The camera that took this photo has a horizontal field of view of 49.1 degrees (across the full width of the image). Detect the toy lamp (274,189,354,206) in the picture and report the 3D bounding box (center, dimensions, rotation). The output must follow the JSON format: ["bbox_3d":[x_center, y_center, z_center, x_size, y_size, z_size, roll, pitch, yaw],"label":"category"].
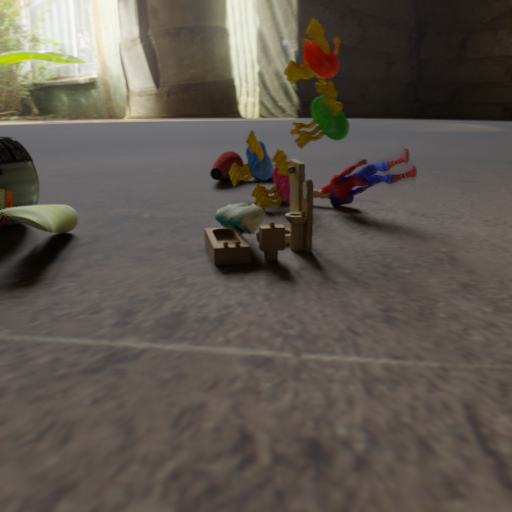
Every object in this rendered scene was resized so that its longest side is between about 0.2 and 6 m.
[{"bbox_3d":[1.264,-1.376,12.270,1.740,0.507,0.507,8,19,24],"label":"toy lamp"}]

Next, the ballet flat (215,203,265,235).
[{"bbox_3d":[-0.227,-0.638,9.272,0.553,0.553,1.542,-6,10,-20],"label":"ballet flat"}]

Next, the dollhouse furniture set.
[{"bbox_3d":[0.034,-0.738,8.715,1.605,1.308,1.526,-3,17,-11],"label":"dollhouse furniture set"}]

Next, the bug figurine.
[{"bbox_3d":[0.825,-2.684,11.874,1.025,3.983,3.088,15,38,-27],"label":"bug figurine"}]

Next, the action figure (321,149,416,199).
[{"bbox_3d":[2.183,-1.579,11.260,1.961,0.641,0.507,-16,38,30],"label":"action figure"}]

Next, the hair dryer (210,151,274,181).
[{"bbox_3d":[-0.178,-2.470,15.480,2.728,0.741,2.078,-13,23,-35],"label":"hair dryer"}]

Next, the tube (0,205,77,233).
[{"bbox_3d":[-3.349,-0.589,8.909,0.565,0.505,1.947,-24,5,-2],"label":"tube"}]

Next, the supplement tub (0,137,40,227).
[{"bbox_3d":[-5.241,-1.126,9.499,1.615,1.615,2.636,13,22,37],"label":"supplement tub"}]
